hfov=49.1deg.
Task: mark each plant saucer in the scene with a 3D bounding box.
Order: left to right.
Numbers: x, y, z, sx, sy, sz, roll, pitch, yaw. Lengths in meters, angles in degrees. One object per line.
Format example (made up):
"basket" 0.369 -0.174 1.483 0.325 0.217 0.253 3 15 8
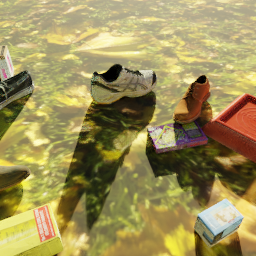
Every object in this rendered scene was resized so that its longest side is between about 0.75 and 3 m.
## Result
"plant saucer" 4.382 -0.089 9.335 2.845 0.523 2.850 33 51 32

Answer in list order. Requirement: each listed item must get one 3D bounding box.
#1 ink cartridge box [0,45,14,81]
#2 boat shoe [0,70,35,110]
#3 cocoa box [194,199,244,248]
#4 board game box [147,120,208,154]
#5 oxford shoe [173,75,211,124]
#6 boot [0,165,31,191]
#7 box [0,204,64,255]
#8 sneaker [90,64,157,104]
"ink cartridge box" -5.144 -2.639 11.659 0.469 1.248 1.028 -10 42 -11
"boat shoe" -4.739 -1.368 10.466 2.682 0.916 0.990 -33 51 -32
"cocoa box" 2.130 2.236 6.613 0.924 0.606 0.616 -21 45 -22
"board game box" 1.591 0.256 9.154 1.731 0.280 1.039 -9 38 -10
"oxford shoe" 2.266 -1.089 10.071 0.934 0.933 2.619 11 42 28
"boot" -3.851 1.079 7.433 2.304 1.117 0.861 -9 30 -16
"box" -2.861 2.662 6.072 2.696 0.676 1.015 -16 44 -18
"sneaker" -0.057 -1.892 10.800 2.944 1.290 1.113 -22 44 -25
